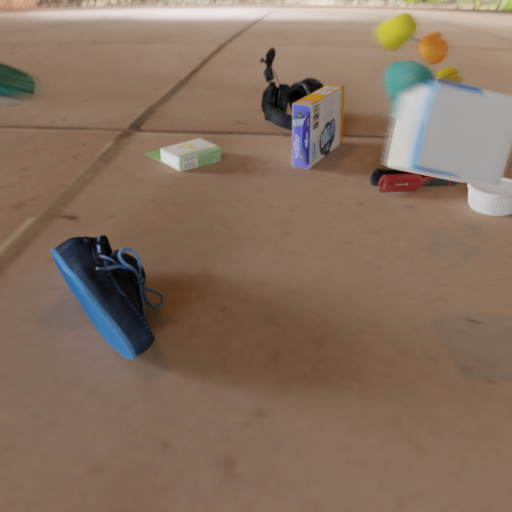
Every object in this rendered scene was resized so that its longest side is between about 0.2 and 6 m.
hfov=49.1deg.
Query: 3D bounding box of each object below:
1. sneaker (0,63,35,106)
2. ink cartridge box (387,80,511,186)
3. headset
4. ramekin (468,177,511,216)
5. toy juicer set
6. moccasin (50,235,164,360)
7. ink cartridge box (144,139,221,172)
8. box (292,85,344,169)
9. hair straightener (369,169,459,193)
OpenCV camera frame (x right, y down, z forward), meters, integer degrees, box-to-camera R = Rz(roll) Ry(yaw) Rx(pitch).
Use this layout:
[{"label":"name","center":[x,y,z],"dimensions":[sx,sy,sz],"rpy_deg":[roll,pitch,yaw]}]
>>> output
[{"label":"sneaker","center":[-3.219,-2.263,6.307],"dimensions":[0.730,0.750,1.883],"rpy_deg":[41,12,22]},{"label":"ink cartridge box","center":[1.941,-1.215,5.692],"dimensions":[0.847,0.832,1.150],"rpy_deg":[11,9,-3]},{"label":"headset","center":[0.949,-4.353,14.910],"dimensions":[1.887,1.436,3.056],"rpy_deg":[-12,43,-22]},{"label":"ramekin","center":[4.266,-1.069,10.055],"dimensions":[0.957,0.446,0.957],"rpy_deg":[-1,30,0]},{"label":"toy juicer set","center":[2.381,-2.361,8.069],"dimensions":[1.302,2.047,0.557],"rpy_deg":[5,-15,-32]},{"label":"moccasin","center":[-1.830,0.257,6.992],"dimensions":[0.907,1.070,2.659],"rpy_deg":[-28,40,-21]},{"label":"ink cartridge box","center":[-1.660,-2.333,12.434],"dimensions":[1.107,0.365,1.521],"rpy_deg":[-23,38,-34]},{"label":"box","center":[1.321,-2.828,12.243],"dimensions":[0.477,1.370,2.301],"rpy_deg":[14,32,26]},{"label":"hair straightener","center":[3.173,-1.624,11.060],"dimensions":[2.091,0.428,0.804],"rpy_deg":[-9,31,-16]}]
